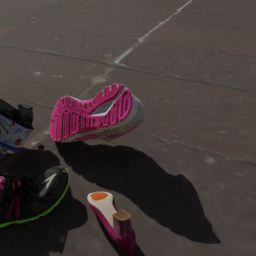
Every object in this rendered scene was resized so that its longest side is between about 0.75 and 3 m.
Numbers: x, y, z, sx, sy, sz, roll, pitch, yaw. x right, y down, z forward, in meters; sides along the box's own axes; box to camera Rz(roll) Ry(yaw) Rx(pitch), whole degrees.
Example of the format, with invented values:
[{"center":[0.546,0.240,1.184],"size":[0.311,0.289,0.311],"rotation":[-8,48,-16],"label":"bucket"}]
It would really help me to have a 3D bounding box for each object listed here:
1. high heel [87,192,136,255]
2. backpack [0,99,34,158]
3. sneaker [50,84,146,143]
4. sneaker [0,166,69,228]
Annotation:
[{"center":[-0.330,1.541,4.682],"size":[0.455,0.649,1.350],"rotation":[-12,14,-24],"label":"high heel"},{"center":[-2.682,-0.111,5.686],"size":[1.542,1.188,1.468],"rotation":[29,-5,-39],"label":"backpack"},{"center":[-0.700,-0.140,6.207],"size":[2.608,1.151,1.061],"rotation":[-6,72,36],"label":"sneaker"},{"center":[-1.954,1.138,4.711],"size":[2.077,0.870,0.797],"rotation":[-21,45,-26],"label":"sneaker"}]
